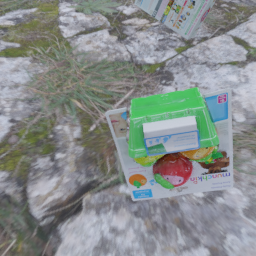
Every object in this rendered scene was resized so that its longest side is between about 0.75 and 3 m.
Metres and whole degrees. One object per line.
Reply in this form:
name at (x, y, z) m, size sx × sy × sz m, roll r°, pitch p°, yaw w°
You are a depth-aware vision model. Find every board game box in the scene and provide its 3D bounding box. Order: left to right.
board game box at (1.399, -3.832, 8.165) m, size 2.065 × 1.523 × 0.664 m, roll 39°, pitch 44°, yaw 11°

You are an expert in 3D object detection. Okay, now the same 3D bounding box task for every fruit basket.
fruit basket at (0.776, 0.451, 4.618) m, size 1.906 × 2.058 × 0.964 m, roll -9°, pitch 28°, yaw 8°
